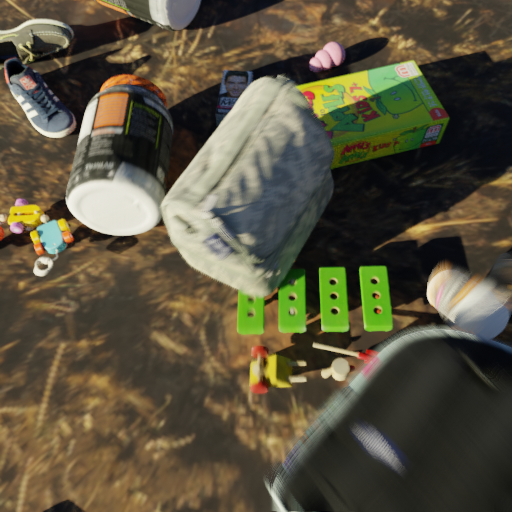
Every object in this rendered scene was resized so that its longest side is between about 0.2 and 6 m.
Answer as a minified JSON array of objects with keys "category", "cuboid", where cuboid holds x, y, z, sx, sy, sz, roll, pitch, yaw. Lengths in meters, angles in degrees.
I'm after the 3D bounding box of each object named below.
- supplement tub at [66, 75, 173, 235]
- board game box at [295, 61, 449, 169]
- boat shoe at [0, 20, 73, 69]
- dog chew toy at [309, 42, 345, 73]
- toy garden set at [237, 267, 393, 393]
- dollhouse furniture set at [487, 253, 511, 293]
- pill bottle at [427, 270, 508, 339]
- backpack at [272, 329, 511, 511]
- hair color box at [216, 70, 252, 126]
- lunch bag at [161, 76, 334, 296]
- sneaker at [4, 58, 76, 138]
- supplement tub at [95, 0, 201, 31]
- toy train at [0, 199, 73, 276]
[{"category":"supplement tub","cuboid":[-2.225,-1.746,9.477,1.544,1.544,2.520,1,58,1]},{"category":"board game box","cuboid":[1.780,-2.555,10.444,3.065,0.730,1.557,-15,62,-8]},{"category":"boat shoe","cuboid":[-4.779,-4.242,11.391,2.140,0.765,0.640,-8,61,3]},{"category":"dog chew toy","cuboid":[1.425,-4.014,11.427,0.776,0.483,0.483,-33,66,-8]},{"category":"toy garden set","cuboid":[0.879,1.130,8.509,2.299,0.459,1.916,-2,60,5]},{"category":"dollhouse furniture set","cuboid":[4.870,0.215,8.451,1.827,1.602,1.214,39,62,-2]},{"category":"pill bottle","cuboid":[3.025,0.684,8.044,0.661,0.661,1.135,-17,24,-9]},{"category":"backpack","cuboid":[2.183,2.548,6.418,2.877,2.440,3.241,23,60,39]},{"category":"hair color box","cuboid":[-0.417,-3.075,10.948,0.588,0.360,1.187,5,61,3]},{"category":"lunch bag","cuboid":[-0.118,-0.985,8.180,1.854,2.232,2.661,25,71,23]},{"category":"sneaker","cuboid":[-4.199,-3.045,10.669,0.731,0.824,1.949,-40,69,-20]},{"category":"supplement tub","cuboid":[-2.546,-5.908,11.824,2.571,1.575,1.575,26,64,13]},{"category":"toy train","cuboid":[-3.874,-0.231,9.349,1.721,0.479,1.293,21,64,14]}]
